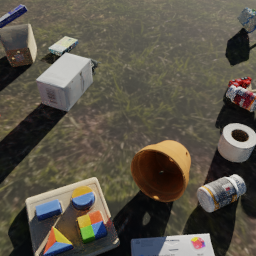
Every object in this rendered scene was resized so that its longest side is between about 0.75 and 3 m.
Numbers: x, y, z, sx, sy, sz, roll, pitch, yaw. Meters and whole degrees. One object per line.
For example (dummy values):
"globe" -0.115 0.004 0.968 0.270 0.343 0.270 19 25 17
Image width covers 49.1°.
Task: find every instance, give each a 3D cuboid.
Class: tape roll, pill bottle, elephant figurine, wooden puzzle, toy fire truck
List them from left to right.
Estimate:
"wooden puzzle" -1.543 2.391 7.401 2.095 0.524 2.261 -16 48 -14
"elephant figurine" -1.663 -2.585 12.276 0.607 0.666 0.858 31 50 -31
"pill bottle" 2.619 1.799 7.839 1.228 0.714 0.714 -19 49 -16
"tape roll" 3.534 0.481 9.098 1.072 0.736 1.072 0 46 0
"pill bottle" 4.408 -1.160 10.748 0.653 0.653 1.156 -35 54 -29
"toy fire truck" 4.909 -1.689 11.482 1.318 0.321 0.929 -12 47 -12

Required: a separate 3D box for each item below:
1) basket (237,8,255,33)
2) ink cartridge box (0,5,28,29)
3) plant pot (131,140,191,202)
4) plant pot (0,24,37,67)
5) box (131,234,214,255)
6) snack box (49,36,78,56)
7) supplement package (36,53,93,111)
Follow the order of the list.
"basket" 6.678 -5.605 14.871 1.509 1.050 1.331 23 38 -27
"ink cartridge box" -3.374 -3.213 8.103 0.969 0.230 0.980 -37 37 -8
"plant pot" 1.074 1.104 8.032 1.655 1.655 1.158 25 34 22
"plant pot" -4.940 -3.634 12.711 1.455 1.453 1.288 -13 59 -12
"box" 1.123 3.698 6.143 1.968 0.520 2.525 -3 47 -4
"snack box" -3.163 -4.044 13.806 0.782 0.250 1.346 22 50 20
"supplement package" -2.411 -1.840 11.018 1.205 1.201 2.054 17 49 15
